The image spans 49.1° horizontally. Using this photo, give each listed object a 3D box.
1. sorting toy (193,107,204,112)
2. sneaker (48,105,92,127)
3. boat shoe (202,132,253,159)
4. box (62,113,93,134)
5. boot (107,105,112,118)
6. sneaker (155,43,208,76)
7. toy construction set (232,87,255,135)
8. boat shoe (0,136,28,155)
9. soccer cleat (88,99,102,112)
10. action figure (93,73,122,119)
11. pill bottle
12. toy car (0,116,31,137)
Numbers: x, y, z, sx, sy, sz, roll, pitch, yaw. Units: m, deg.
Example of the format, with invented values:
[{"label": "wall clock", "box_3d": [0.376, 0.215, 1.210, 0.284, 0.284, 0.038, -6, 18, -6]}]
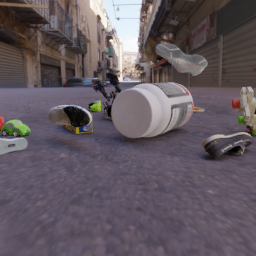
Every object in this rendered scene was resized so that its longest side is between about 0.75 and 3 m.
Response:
[{"label": "sorting toy", "box_3d": [3.032, -1.076, 14.901, 1.354, 0.270, 1.832, -3, 11, -14]}, {"label": "sneaker", "box_3d": [-1.478, -0.348, 7.435, 1.645, 0.591, 0.596, 6, 17, 43]}, {"label": "boat shoe", "box_3d": [2.380, 0.457, 6.446, 1.584, 0.575, 0.497, -1, 52, -34]}, {"label": "box", "box_3d": [-1.771, -0.275, 9.482, 0.581, 0.634, 1.809, -5, 12, -27]}, {"label": "boot", "box_3d": [-0.270, -0.534, 10.765, 1.811, 0.681, 1.354, 6, 12, 27]}, {"label": "sneaker", "box_3d": [1.837, -2.417, 10.165, 1.943, 0.683, 0.778, 23, -32, -3]}, {"label": "toy construction set", "box_3d": [4.419, -0.296, 8.089, 2.998, 1.381, 1.966, 13, 12, 7]}, {"label": "boat shoe", "box_3d": [-2.988, 0.398, 6.636, 0.493, 0.384, 1.086, 7, 5, 37]}, {"label": "soccer cleat", "box_3d": [-1.755, -1.203, 14.817, 0.678, 0.565, 1.673, 1, 13, -9]}, {"label": "action figure", "box_3d": [-0.452, -1.076, 11.999, 1.576, 1.353, 2.652, -26, -35, 9]}, {"label": "pill bottle", "box_3d": [0.798, -0.581, 8.531, 1.572, 1.572, 2.760, 7, 12, 32]}, {"label": "toy car", "box_3d": [-3.969, -0.049, 8.697, 1.989, 0.471, 2.113, 2, 11, 13]}]
